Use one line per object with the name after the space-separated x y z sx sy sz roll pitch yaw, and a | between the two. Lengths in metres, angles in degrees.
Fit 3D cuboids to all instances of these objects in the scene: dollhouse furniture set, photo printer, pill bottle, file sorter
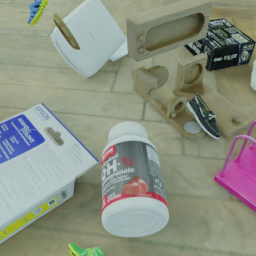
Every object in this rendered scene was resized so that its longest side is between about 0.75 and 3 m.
1.803 -1.357 7.322 2.840 2.986 2.433 -24 50 -20 | dollhouse furniture set
-1.369 -3.073 9.675 0.833 1.995 2.398 -6 41 51 | photo printer
0.073 0.998 6.102 1.297 1.297 2.343 -3 45 -3 | pill bottle
3.767 0.508 6.261 2.832 1.776 1.968 -31 53 -28 | file sorter

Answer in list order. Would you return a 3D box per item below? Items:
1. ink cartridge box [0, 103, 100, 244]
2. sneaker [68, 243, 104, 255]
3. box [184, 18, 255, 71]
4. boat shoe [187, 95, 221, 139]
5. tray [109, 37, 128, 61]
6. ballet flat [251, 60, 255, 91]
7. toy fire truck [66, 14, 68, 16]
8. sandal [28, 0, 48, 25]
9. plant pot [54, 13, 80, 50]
-2.671 0.893 6.694 2.983 0.701 2.948 -28 49 -28 | ink cartridge box
-0.699 2.456 5.338 0.971 0.360 0.406 24 44 12 | sneaker
3.380 -3.234 10.669 1.748 0.919 2.135 -14 46 -13 | box
2.189 -0.341 7.884 0.566 0.451 1.496 9 40 -46 | boat shoe
-0.243 -3.113 11.065 1.012 0.209 1.886 36 54 30 | tray
4.739 -2.198 9.569 0.946 0.946 2.723 25 49 23 | ballet flat
-1.985 -3.697 10.671 1.395 1.584 1.019 28 51 26 | toy fire truck
-2.974 -3.789 8.988 0.452 0.413 1.038 26 83 -12 | sandal
-1.659 -2.534 7.489 0.151 1.102 1.102 -37 52 -4 | plant pot
